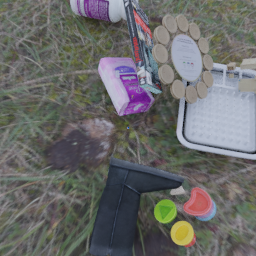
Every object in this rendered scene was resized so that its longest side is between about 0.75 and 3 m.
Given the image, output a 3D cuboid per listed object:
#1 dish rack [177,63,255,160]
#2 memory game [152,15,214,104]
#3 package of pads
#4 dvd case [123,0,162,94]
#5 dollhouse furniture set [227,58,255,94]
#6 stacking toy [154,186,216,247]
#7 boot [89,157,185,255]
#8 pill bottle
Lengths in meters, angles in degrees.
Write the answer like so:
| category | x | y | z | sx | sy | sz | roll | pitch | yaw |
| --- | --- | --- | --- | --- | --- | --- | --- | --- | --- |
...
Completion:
| category | x | y | z | sx | sy | sz | roll | pitch | yaw |
| --- | --- | --- | --- | --- | --- | --- | --- | --- | --- |
| dish rack | 2.520 | -0.478 | 7.670 | 2.339 | 0.593 | 2.726 | 11 | 65 | 1 |
| memory game | 1.433 | -1.727 | 7.011 | 2.299 | 0.146 | 2.299 | 7 | 79 | -38 |
| package of pads | -0.092 | -1.223 | 7.883 | 1.033 | 0.649 | 1.715 | -11 | 62 | -29 |
| dvd case | 0.401 | -2.017 | 7.034 | 0.240 | 1.594 | 2.184 | -13 | 87 | 19 |
| dollhouse furniture set | 3.159 | -1.372 | 7.602 | 0.817 | 0.866 | 0.565 | 1 | 27 | 29 |
| stacking toy | 1.287 | 1.918 | 6.293 | 1.253 | 0.529 | 1.134 | -50 | 43 | -10 |
| boot | 0.176 | 1.863 | 6.183 | 1.733 | 0.690 | 2.103 | 13 | 84 | 8 |
| pill bottle | -0.731 | -4.042 | 8.976 | 1.993 | 1.119 | 1.119 | 16 | 65 | 12 |
